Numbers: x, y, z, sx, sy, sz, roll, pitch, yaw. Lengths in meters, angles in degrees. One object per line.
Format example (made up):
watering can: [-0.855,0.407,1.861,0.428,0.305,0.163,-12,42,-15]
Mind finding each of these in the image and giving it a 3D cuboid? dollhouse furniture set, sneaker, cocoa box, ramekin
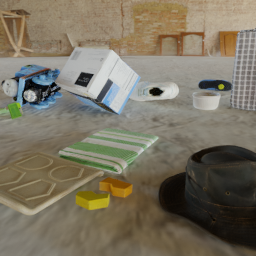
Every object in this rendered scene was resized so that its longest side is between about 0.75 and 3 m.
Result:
dollhouse furniture set: [-3.856,-0.499,9.195,0.615,0.475,1.230,-24,9,-38]
sneaker: [4.357,-2.174,13.936,1.662,0.548,0.652,7,20,22]
cocoa box: [-1.075,-1.650,9.634,1.550,1.575,2.362,35,-9,-40]
ramekin: [2.844,-1.000,10.232,0.989,0.519,0.989,0,18,0]
sneaker: [0.761,-1.411,10.575,2.190,0.770,0.878,0,8,41]

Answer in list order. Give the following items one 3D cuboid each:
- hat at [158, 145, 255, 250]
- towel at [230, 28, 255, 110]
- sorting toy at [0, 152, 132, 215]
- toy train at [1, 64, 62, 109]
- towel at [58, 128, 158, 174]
hat: [1.508,0.734,4.126,2.119,0.855,2.119,0,16,0]
towel: [4.741,-1.934,9.353,2.352,2.841,1.216,11,22,35]
sorting toy: [-1.226,0.929,4.494,2.342,0.313,1.745,11,16,31]
toy train: [-3.463,-1.590,10.476,1.674,1.270,2.930,14,21,1]
towel: [-0.361,0.422,6.195,1.506,0.231,1.974,8,18,24]
